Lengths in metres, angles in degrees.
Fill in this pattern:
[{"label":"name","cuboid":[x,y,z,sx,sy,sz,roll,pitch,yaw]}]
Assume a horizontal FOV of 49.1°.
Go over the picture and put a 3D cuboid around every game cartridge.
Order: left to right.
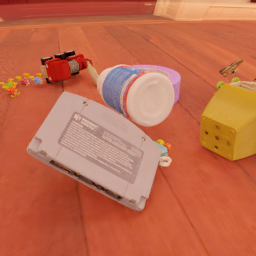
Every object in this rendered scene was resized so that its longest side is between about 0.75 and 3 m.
[{"label":"game cartridge","cuboid":[-0.617,0.460,6.710,2.928,0.592,1.952,32,57,-13]}]

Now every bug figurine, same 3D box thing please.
[{"label":"bug figurine","cuboid":[-4.941,-2.036,12.970,1.495,0.496,1.927,19,39,39]}]

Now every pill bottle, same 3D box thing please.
[{"label":"pill bottle","cuboid":[0.056,-1.178,8.948,1.579,1.579,2.814,-16,26,-25]}]

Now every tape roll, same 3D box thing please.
[{"label":"tape roll","cuboid":[0.745,-1.838,12.156,2.967,0.973,2.967,1,30,0]}]

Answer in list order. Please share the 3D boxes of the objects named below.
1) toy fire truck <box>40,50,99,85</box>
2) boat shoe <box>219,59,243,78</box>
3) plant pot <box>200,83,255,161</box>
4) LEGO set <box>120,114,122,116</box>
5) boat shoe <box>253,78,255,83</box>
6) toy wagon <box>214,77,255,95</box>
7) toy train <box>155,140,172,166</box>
[{"label":"toy fire truck","cuboid":[-2.572,-2.746,13.476,2.518,1.620,2.216,11,30,38]},{"label":"boat shoe","cuboid":[3.839,-2.174,10.331,1.013,0.374,0.383,-31,0,-10]},{"label":"plant pot","cuboid":[3.165,-0.068,8.511,1.557,1.765,1.765,-31,42,-29]},{"label":"LEGO set","cuboid":[-0.861,-0.288,9.832,1.515,0.622,0.578,-4,31,-7]},{"label":"boat shoe","cuboid":[6.121,-2.144,13.337,0.303,0.295,0.800,2,30,3]},{"label":"toy wagon","cuboid":[4.769,-1.456,11.929,2.735,0.541,2.122,-17,34,-25]},{"label":"toy train","cuboid":[0.249,0.855,8.006,2.001,0.557,1.503,3,31,11]}]
